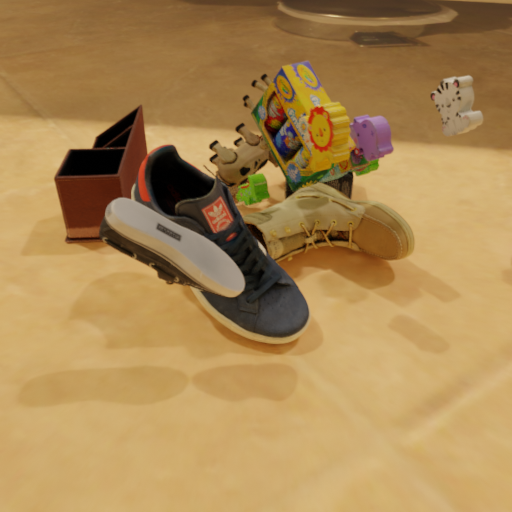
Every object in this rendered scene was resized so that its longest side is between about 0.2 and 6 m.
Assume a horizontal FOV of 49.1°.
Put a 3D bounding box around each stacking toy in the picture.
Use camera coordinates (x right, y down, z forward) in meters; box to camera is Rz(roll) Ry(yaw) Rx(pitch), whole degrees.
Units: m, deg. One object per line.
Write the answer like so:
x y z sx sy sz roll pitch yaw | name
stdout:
1.335 -1.650 8.495 2.523 0.786 3.346 -17 0 -23 | stacking toy

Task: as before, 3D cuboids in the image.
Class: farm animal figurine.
0.065 -1.967 10.012 2.055 2.077 1.083 -42 75 -3 | farm animal figurine

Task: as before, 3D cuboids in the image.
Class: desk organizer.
-2.776 -1.671 10.536 1.161 1.246 3.237 -2 36 -2 | desk organizer

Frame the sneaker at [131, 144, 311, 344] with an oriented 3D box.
-0.477 -0.194 7.501 3.235 1.367 1.213 42 60 10 | sneaker

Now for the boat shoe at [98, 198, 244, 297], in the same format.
-1.011 0.036 6.562 1.819 0.603 0.636 30 36 -18 | boat shoe

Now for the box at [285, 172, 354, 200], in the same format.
1.193 -1.498 10.796 1.273 0.664 0.942 3 36 4 | box

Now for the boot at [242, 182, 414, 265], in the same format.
1.018 -0.327 8.942 1.943 0.910 2.500 -25 40 -31 | boot

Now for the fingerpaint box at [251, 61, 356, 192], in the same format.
0.637 -1.862 8.199 0.529 1.203 1.442 -23 82 -29 | fingerpaint box
